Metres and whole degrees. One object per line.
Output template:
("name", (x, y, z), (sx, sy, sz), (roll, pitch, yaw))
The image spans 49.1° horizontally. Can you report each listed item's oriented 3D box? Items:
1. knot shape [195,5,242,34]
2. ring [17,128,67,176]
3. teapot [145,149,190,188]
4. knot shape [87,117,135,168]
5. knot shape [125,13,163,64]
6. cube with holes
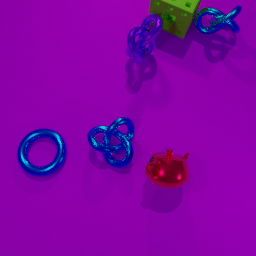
("knot shape", (3.005, -3.435, 8.879), (1.538, 1.439, 0.711), (1, 98, -9))
("ring", (-2.524, 0.695, 8.205), (1.445, 0.289, 1.445), (0, 71, 1))
("teapot", (1.087, 1.007, 7.395), (1.169, 1.879, 0.920), (14, 102, 43))
("knot shape", (-0.324, 0.297, 8.075), (1.471, 0.680, 1.377), (42, 77, -4))
("knot shape", (0.505, -2.743, 8.479), (0.741, 1.603, 1.500), (32, 105, 4))
("cube with holes", (1.576, -4.069, 9.090), (1.355, 1.355, 1.355), (26, 77, 6))
